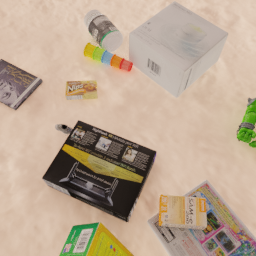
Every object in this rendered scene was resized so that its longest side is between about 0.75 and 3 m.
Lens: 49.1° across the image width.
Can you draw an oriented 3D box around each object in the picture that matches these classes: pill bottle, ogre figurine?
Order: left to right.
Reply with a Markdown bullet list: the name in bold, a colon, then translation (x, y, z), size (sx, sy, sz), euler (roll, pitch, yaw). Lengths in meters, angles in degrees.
- **pill bottle**: translation (-1.091, -4.196, 12.041), size (1.037, 1.037, 1.834), euler (-29, 64, -15)
- **ogre figurine**: translation (5.142, -0.175, 9.632), size (2.790, 1.369, 1.672), euler (1, 72, 14)

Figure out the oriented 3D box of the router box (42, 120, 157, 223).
- **router box**: translation (-0.858, 1.317, 9.091), size (2.959, 0.773, 2.327), euler (22, 63, 12)

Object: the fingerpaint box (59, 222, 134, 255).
- **fingerpaint box**: translation (-0.791, 3.985, 6.283), size (1.010, 2.298, 2.754), euler (-19, 31, 32)

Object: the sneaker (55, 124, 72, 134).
- **sneaker**: translation (-2.178, 0.036, 9.796), size (0.316, 0.770, 0.288), euler (-12, 74, 31)

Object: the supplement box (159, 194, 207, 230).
- **supplement box**: translation (1.595, 2.476, 8.263), size (1.339, 0.492, 0.844), euler (3, 60, 3)

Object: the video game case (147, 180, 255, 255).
- **video game case**: translation (2.281, 3.219, 8.306), size (2.392, 0.311, 2.628), euler (-30, 64, -16)

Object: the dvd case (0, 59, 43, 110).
- **dvd case**: translation (-4.790, -1.787, 11.183), size (2.224, 0.178, 1.654), euler (28, 64, 14)

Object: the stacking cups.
- **stacking cups**: translation (-0.782, -2.926, 11.589), size (2.079, 0.629, 0.629), euler (21, 63, 10)

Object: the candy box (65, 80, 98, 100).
- **candy box**: translation (-1.803, -1.480, 10.917), size (1.212, 0.335, 0.700), euler (-3, 61, -2)

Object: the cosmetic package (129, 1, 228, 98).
- **cosmetic package**: translation (1.909, -3.177, 11.118), size (2.702, 1.667, 2.711), euler (40, 67, 20)
